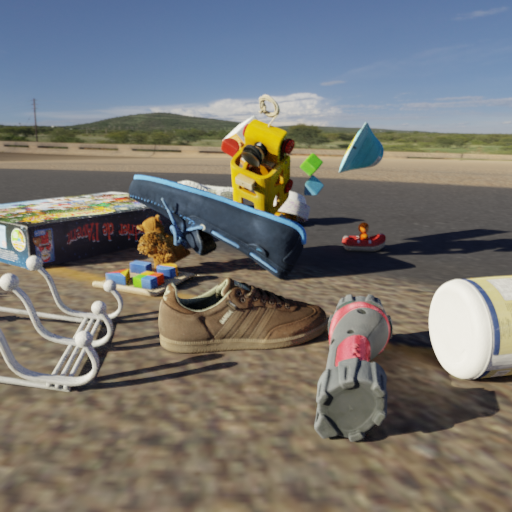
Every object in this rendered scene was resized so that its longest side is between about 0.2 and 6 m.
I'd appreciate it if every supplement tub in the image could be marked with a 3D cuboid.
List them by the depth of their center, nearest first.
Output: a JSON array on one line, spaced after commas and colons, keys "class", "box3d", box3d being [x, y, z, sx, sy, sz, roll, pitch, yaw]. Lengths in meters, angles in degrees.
[{"class": "supplement tub", "box3d": [2.670, 0.719, 5.861, 1.419, 1.024, 1.024, -3, 13, -12]}]

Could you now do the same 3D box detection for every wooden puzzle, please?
[{"class": "wooden puzzle", "box3d": [-1.836, 0.327, 9.251, 1.200, 0.300, 1.296, 6, 14, 27]}]

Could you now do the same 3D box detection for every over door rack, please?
[{"class": "over door rack", "box3d": [-3.100, 0.686, 6.177, 2.950, 0.983, 2.179, -1, 12, -6]}]

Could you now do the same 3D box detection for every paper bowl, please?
[{"class": "paper bowl", "box3d": [0.839, -1.354, 15.025, 1.245, 0.647, 1.245, 14, -6, 1]}]

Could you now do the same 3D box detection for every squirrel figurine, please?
[{"class": "squirrel figurine", "box3d": [-1.706, -0.252, 9.872, 0.688, 0.908, 0.973, -25, 5, 6]}]

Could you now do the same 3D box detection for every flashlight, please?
[{"class": "flashlight", "box3d": [1.013, 0.975, 5.484, 0.724, 0.721, 2.131, 3, 12, 10]}]

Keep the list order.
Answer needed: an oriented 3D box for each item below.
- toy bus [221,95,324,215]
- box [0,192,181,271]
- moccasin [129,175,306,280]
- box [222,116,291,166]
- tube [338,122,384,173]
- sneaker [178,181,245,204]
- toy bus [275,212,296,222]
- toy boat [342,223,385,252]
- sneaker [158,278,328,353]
[{"class": "toy bus", "box3d": [0.040, -1.513, 9.811, 1.800, 1.907, 0.985, -16, 30, 54]}, {"class": "box", "box3d": [-4.014, -0.743, 12.707, 3.107, 0.857, 4.549, 9, 16, 34]}, {"class": "moccasin", "box3d": [-0.829, -0.509, 9.663, 3.321, 1.132, 1.336, 20, 5, 18]}, {"class": "box", "box3d": [0.006, -2.033, 10.880, 0.556, 1.142, 0.710, -47, 16, -19]}, {"class": "tube", "box3d": [1.704, -1.689, 9.019, 0.521, 0.801, 2.068, 26, 15, 12]}, {"class": "sneaker", "box3d": [-1.533, -1.823, 17.800, 2.427, 0.946, 1.206, 10, 7, 4]}, {"class": "toy bus", "box3d": [0.694, -0.982, 14.790, 0.333, 0.401, 1.023, 11, 16, 29]}, {"class": "toy boat", "box3d": [2.284, -0.414, 11.866, 0.902, 0.590, 0.589, 1, 13, 6]}, {"class": "sneaker", "box3d": [-0.098, 0.653, 6.684, 2.102, 0.794, 0.740, -5, 14, -19]}]
